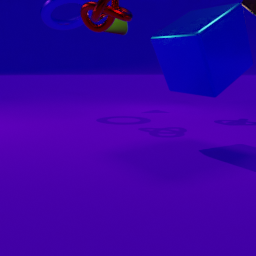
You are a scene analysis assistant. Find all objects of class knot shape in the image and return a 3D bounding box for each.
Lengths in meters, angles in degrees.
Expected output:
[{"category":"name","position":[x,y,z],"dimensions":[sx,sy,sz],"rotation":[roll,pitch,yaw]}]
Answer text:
[{"category":"knot shape","position":[-0.508,-3.168,7.704],"dimensions":[1.362,0.673,1.456],"rotation":[-9,0,-29]}]

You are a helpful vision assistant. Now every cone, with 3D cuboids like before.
[{"category":"cone","position":[-0.756,-4.110,11.318],"dimensions":[1.077,1.073,1.073],"rotation":[-31,24,-23]}]

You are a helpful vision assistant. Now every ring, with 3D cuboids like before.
[{"category":"ring","position":[-2.030,-3.905,9.404],"dimensions":[1.800,0.360,1.800],"rotation":[-17,-10,-3]}]

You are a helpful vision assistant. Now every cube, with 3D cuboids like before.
[{"category":"cube","position":[3.927,-3.365,7.272],"dimensions":[1.131,1.131,1.131],"rotation":[14,38,-21]},{"category":"cube","position":[1.464,-1.516,5.539],"dimensions":[1.265,1.265,1.265],"rotation":[-38,31,-22]}]
